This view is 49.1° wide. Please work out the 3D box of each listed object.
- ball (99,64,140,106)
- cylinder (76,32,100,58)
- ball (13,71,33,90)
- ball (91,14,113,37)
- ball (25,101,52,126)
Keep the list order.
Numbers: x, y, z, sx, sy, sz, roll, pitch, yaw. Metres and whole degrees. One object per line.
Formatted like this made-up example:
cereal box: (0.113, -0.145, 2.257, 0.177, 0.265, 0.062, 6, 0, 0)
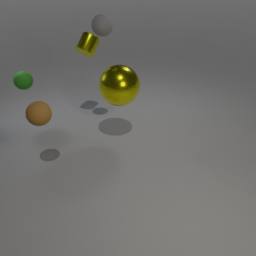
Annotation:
ball: (-0.289, -1.444, 9.527, 1.400, 1.400, 1.400, 0, 28, 0)
cylinder: (-1.511, -3.124, 10.527, 0.700, 0.700, 0.700, 22, -6, 2)
ball: (-3.939, -1.787, 10.537, 0.700, 0.700, 0.700, 0, 28, 0)
ball: (-0.839, -3.345, 9.125, 0.700, 0.700, 0.700, 0, 28, 0)
ball: (-2.467, -0.401, 7.756, 0.700, 0.700, 0.700, 0, 28, 0)
